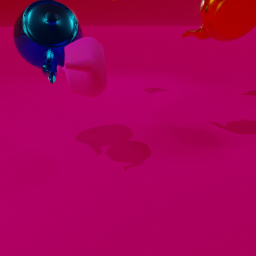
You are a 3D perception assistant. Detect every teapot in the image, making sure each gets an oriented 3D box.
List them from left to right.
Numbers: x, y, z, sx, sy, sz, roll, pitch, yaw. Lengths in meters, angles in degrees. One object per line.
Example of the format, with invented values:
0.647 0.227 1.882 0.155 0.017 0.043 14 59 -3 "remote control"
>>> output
-1.425 -1.690 5.127 1.289 2.074 1.015 0 -12 -19 "teapot"
-0.773 -0.986 4.644 0.790 1.004 1.614 -6 8 -9 "teapot"
1.909 -2.335 5.468 1.233 1.983 0.971 31 31 -36 "teapot"
